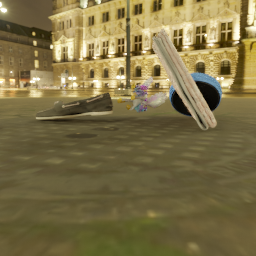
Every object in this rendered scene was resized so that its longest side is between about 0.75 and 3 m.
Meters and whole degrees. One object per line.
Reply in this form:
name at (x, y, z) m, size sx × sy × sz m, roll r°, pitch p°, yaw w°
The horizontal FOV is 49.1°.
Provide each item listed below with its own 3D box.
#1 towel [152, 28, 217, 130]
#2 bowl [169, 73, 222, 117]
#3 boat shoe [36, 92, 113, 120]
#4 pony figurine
towel at (1.547, -1.399, 8.281) m, size 0.467 × 2.898 × 2.768 m, roll -29°, pitch 6°, yaw 11°
bowl at (2.501, -1.166, 10.445) m, size 1.943 × 1.943 × 0.381 m, roll 1°, pitch 48°, yaw 11°
boat shoe at (-1.857, -0.746, 9.762) m, size 2.698 × 0.769 × 0.902 m, roll -5°, pitch 2°, yaw 0°
pony figurine at (0.523, -1.142, 10.355) m, size 1.422 × 1.226 × 1.473 m, roll -44°, pitch -29°, yaw 22°
